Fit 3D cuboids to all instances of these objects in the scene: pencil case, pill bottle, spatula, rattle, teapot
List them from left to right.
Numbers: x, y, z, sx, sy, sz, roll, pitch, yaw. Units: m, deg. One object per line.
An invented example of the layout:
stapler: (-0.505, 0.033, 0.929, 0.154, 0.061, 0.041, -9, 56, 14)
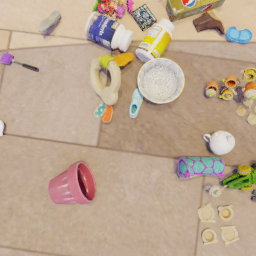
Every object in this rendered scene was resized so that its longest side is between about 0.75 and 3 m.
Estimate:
spatula: (-4.487, -2.682, 11.580, 1.713, 0.176, 0.484, 20, 79, -1)
pill bottle: (-0.750, -3.835, 11.282, 1.782, 1.031, 1.031, 25, 85, 2)
rattle: (-0.549, -1.663, 11.394, 1.634, 1.793, 2.510, -6, 102, 28)
pill bottle: (1.131, -3.491, 11.285, 0.949, 0.949, 1.737, 34, 85, 3)
pencil case: (2.747, 1.496, 10.535, 1.812, 0.771, 0.837, 0, 49, -25)
teapot: (3.494, 0.463, 10.699, 1.028, 1.015, 0.751, -34, 114, 20)

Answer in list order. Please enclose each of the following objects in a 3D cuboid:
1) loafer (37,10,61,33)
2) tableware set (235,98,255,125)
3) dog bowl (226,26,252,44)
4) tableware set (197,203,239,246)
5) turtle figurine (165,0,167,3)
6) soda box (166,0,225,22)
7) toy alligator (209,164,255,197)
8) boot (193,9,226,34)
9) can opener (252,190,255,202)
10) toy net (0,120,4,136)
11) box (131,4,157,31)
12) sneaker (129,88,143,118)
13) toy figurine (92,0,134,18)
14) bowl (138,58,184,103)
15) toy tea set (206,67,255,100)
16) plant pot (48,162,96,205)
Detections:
loafer: (-3.190, -4.282, 11.436, 0.442, 0.441, 1.263, 33, 68, 12)
tableware set: (4.972, -0.718, 11.415, 1.101, 0.128, 0.920, 39, 86, 4)
dog bowl: (4.595, -3.844, 11.664, 1.063, 0.263, 0.592, 12, 84, 2)
tableware set: (3.511, 3.759, 10.914, 1.426, 0.198, 1.707, -8, 85, -1)
turtle figurine: (1.747, -5.522, 11.525, 1.072, 0.864, 0.345, -10, 80, -1)
soda box: (2.792, -5.200, 11.560, 2.305, 0.738, 0.781, -18, 85, -2)
toy alligator: (4.396, 1.925, 10.804, 2.923, 0.702, 0.969, -13, 105, -6)
boot: (3.399, -4.242, 11.702, 1.017, 0.442, 1.222, -28, 86, 9)
can opener: (5.862, 2.828, 10.916, 1.964, 0.657, 0.524, 10, 85, 14)
toy net: (-5.746, 0.516, 11.174, 1.108, 0.408, 2.112, 35, 83, 6)
box: (0.670, -4.648, 11.769, 0.731, 0.212, 0.920, -34, 85, -3)
sneaker: (0.346, -1.024, 11.250, 0.459, 0.509, 1.243, 10, 84, 0)
toy figurine: (-0.506, -5.126, 11.529, 1.411, 1.151, 1.533, 30, 107, -6)
bowl: (1.264, -1.783, 11.158, 1.800, 0.845, 1.800, 0, 84, -1)
toy tea set: (4.042, -1.439, 10.732, 1.226, 2.062, 0.763, 48, 44, -32)
plant pot: (-2.136, 2.202, 10.519, 1.378, 1.540, 1.540, -21, 84, 13)
